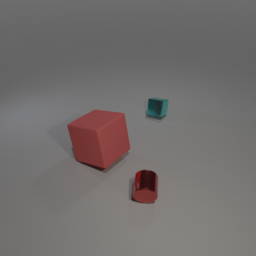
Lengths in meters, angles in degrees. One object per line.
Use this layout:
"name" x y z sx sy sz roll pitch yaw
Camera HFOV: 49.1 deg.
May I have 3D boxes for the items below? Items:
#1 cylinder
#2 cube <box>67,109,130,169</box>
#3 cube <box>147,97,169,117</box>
"cylinder" 0.514 1.682 8.068 0.700 0.700 0.700 3 43 5
"cube" -0.950 0.314 9.478 1.400 1.400 1.400 9 30 36
"cube" 1.316 -0.936 12.388 0.700 0.700 0.700 13 17 26
